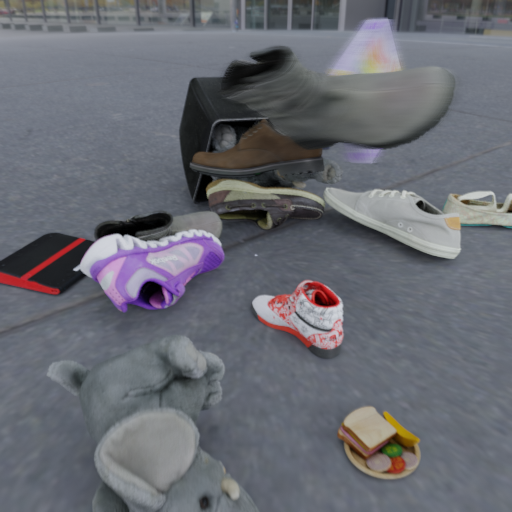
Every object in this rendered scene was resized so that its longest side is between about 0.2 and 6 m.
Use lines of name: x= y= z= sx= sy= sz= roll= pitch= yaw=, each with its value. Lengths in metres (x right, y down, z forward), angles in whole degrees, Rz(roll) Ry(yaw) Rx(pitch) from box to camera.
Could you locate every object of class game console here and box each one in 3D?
game console: x=-3.595 y=0.115 z=9.975 sx=1.515 sy=0.266 sz=1.714 roll=14 pitch=31 yaw=16

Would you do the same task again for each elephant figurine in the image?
elephant figurine: x=-0.881 y=1.971 z=5.266 sx=1.746 sy=1.593 sz=2.251 roll=-25 pitch=42 yaw=13
elephant figurine: x=0.529 y=-2.009 z=11.824 sx=2.801 sy=1.982 sz=2.173 roll=-6 pitch=70 yaw=16

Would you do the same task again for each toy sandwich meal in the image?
toy sandwich meal: x=1.369 y=2.037 z=6.168 sx=0.908 sy=0.311 sz=0.908 roll=0 pitch=28 yaw=0

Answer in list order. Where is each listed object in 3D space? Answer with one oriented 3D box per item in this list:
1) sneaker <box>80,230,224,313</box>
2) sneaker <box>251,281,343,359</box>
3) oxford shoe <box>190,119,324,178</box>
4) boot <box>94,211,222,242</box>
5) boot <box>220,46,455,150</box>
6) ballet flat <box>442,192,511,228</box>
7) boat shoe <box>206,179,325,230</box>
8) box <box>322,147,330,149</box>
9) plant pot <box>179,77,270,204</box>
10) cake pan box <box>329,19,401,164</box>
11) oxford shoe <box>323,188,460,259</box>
sneaker: x=-1.438 y=0.303 z=8.872 sx=2.568 sy=1.033 sz=1.135 roll=-8 pitch=56 yaw=-48
sneaker: x=0.582 y=0.692 z=8.081 sx=0.573 sy=0.919 sz=1.715 roll=-21 pitch=34 yaw=-34
oxford shoe: x=-0.030 y=-1.914 z=10.071 sx=2.431 sy=1.026 sz=0.883 roll=-4 pitch=12 yaw=9
boot: x=-1.530 y=-0.369 z=9.478 sx=2.330 sy=0.789 sz=1.522 roll=-17 pitch=-9 yaw=-19
boot: x=0.952 y=-2.191 z=7.575 sx=2.908 sy=0.985 sz=1.899 roll=0 pitch=-14 yaw=45
ballet flat: x=4.986 y=-0.950 z=11.470 sx=2.232 sy=0.696 sz=0.753 roll=1 pitch=28 yaw=2
boat shoe: x=0.216 y=-0.914 z=11.314 sx=2.545 sy=0.825 sz=0.931 roll=5 pitch=-20 yaw=-18
box: x=1.513 y=-3.652 z=16.577 sx=1.205 sy=0.743 sz=1.195 roll=-1 pitch=28 yaw=-2
plant pot: x=-0.548 y=-2.739 z=12.436 sx=2.255 sy=2.260 sz=2.005 roll=-11 pitch=54 yaw=-28
cake pan box: x=1.894 y=-2.708 z=9.437 sx=0.473 sy=1.809 sz=1.666 roll=18 pitch=62 yaw=37
oxford shoe: x=2.640 y=-0.888 z=10.898 sx=1.170 sy=0.898 sz=3.111 roll=-2 pitch=23 yaw=-44
